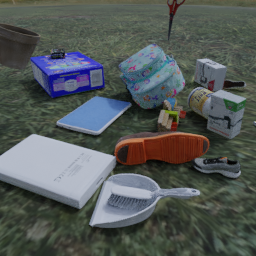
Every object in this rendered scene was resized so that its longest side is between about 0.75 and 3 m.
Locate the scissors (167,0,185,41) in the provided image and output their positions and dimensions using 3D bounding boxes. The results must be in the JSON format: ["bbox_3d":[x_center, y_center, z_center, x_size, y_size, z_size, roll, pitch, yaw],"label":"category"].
[{"bbox_3d":[1.389,-3.682,9.154,0.580,1.586,0.110,25,17,16],"label":"scissors"}]

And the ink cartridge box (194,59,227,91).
[{"bbox_3d":[3.634,-2.391,12.514,0.606,1.056,1.453,-11,31,-19],"label":"ink cartridge box"}]

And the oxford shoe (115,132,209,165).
[{"bbox_3d":[0.914,0.397,7.759,2.562,0.913,0.934,-1,25,-2],"label":"oxford shoe"}]

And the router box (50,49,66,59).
[{"bbox_3d":[-3.248,-3.434,12.933,0.646,0.268,0.863,-7,28,-13],"label":"router box"}]

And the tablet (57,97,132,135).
[{"bbox_3d":[-1.132,-0.515,10.079,1.689,0.177,2.596,13,31,22],"label":"tablet"}]

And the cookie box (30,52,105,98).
[{"bbox_3d":[-2.788,-2.531,12.721,2.477,1.088,2.896,-16,33,-26],"label":"cookie box"}]

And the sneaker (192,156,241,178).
[{"bbox_3d":[2.274,0.915,7.224,1.224,0.485,0.453,7,32,15],"label":"sneaker"}]

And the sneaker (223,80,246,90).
[{"bbox_3d":[4.650,-1.857,12.396,1.109,0.404,0.469,12,-4,36],"label":"sneaker"}]

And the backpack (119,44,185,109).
[{"bbox_3d":[0.909,-1.966,10.835,2.206,1.871,2.485,-32,38,3],"label":"backpack"}]

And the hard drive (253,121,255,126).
[{"bbox_3d":[4.722,-0.098,9.406,0.810,0.108,0.534,-6,30,-11],"label":"hard drive"}]

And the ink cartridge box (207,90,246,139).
[{"bbox_3d":[3.062,-0.420,8.796,0.532,1.280,0.938,-26,37,-33],"label":"ink cartridge box"}]

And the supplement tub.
[{"bbox_3d":[2.811,-0.840,9.902,0.908,0.908,1.257,-14,31,-23],"label":"supplement tub"}]

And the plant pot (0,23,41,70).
[{"bbox_3d":[-3.437,-2.444,8.521,1.300,1.128,1.300,17,20,-7],"label":"plant pot"}]

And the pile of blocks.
[{"bbox_3d":[1.556,-0.517,9.340,0.687,0.908,2.212,9,30,15],"label":"pile of blocks"}]

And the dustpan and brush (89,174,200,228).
[{"bbox_3d":[0.394,1.483,6.046,2.210,0.632,1.542,4,30,8],"label":"dustpan and brush"}]

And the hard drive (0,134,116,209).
[{"bbox_3d":[-1.925,0.977,7.220,2.738,0.360,1.805,12,32,21],"label":"hard drive"}]
